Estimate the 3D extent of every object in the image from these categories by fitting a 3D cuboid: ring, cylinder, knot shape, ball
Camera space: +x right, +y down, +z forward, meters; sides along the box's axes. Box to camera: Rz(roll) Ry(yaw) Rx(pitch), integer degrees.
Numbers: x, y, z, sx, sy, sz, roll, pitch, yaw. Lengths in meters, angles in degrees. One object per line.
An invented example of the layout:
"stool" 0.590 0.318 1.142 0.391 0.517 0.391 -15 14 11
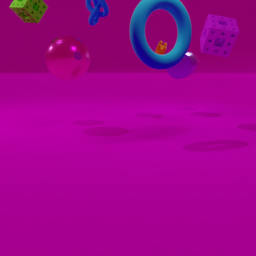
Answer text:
"ring" 0.804 -2.250 6.597 1.713 1.713 0.343 -7 14 -28
"cylinder" 2.139 -2.497 11.130 1.021 1.021 1.021 6 16 25
"knot shape" -1.141 -4.595 10.617 0.604 1.307 1.223 0 9 -30
"ball" -1.753 -2.025 8.181 1.284 1.284 1.284 0 12 0

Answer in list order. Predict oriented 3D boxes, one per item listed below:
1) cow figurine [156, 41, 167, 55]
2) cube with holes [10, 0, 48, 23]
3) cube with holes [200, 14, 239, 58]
"cow figurine" 1.397 -3.344 12.597 0.506 0.907 0.921 21 42 -4
"cube with holes" -3.281 -4.021 9.302 0.710 0.710 0.710 16 -16 31
"cube with holes" 2.765 -2.820 8.570 0.849 0.849 0.849 10 47 0
